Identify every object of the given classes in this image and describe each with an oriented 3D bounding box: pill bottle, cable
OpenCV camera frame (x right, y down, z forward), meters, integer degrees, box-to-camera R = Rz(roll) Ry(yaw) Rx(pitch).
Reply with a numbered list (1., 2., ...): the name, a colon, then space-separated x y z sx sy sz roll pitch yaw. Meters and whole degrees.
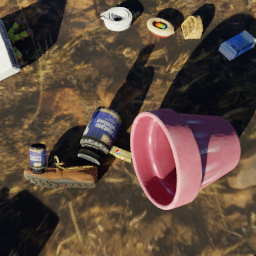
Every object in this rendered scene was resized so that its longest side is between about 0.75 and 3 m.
1. pill bottle: -2.539 0.880 7.951 0.457 0.457 0.818 3 104 2
2. cable: -0.455 -4.975 12.809 1.275 0.442 1.275 -40 70 -20
3. pill bottle: -0.996 0.282 9.789 1.069 1.069 1.911 18 65 9

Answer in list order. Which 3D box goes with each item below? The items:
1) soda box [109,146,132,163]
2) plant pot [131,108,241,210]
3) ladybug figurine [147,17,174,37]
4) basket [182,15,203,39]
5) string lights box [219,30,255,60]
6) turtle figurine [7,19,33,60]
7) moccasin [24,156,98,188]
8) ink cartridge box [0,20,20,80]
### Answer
1. soda box: -0.241 0.924 9.901 0.835 0.283 0.267 21 65 10
2. plant pot: 1.851 0.749 8.746 2.623 2.930 2.930 -10 63 -22
3. ladybug figurine: 1.459 -4.455 12.520 1.310 0.471 0.889 31 67 15
4. basket: 2.846 -4.511 12.431 0.716 0.686 0.961 -3 63 -3
5. string lights box: 4.742 -3.580 12.105 1.426 0.420 0.733 -30 67 -14
6. turtle figurine: -5.208 -3.916 12.088 2.342 0.754 1.889 37 69 17
7. moccasin: -2.205 1.471 9.298 2.373 0.868 0.916 0 61 0
8. ink cartridge box: -6.085 -2.855 11.384 2.848 0.812 2.314 -23 84 11
